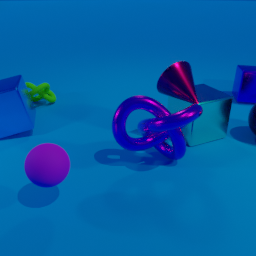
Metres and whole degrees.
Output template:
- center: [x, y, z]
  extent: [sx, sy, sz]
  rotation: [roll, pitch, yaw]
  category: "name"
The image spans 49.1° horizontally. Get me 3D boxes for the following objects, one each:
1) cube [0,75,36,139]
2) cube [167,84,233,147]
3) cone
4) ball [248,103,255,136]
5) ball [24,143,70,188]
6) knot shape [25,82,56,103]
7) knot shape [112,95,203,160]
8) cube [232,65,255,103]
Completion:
- center: [-3.184, -0.551, 7.294]
  extent: [1.167, 1.167, 1.167]
  rotation: [-17, 29, -6]
  category: "cube"
- center: [1.782, -0.374, 7.193]
  extent: [1.144, 1.144, 1.144]
  rotation: [-12, 29, -22]
  category: "cube"
- center: [1.303, -0.833, 6.321]
  extent: [0.958, 0.958, 0.961]
  rotation: [-15, 54, -27]
  category: "cone"
- center: [3.560, -0.213, 6.876]
  extent: [1.127, 1.127, 1.127]
  rotation: [0, 27, 0]
  category: "ball"
- center: [-1.340, 0.620, 4.675]
  extent: [0.734, 0.734, 0.734]
  rotation: [0, 27, 0]
  category: "ball"
- center: [-2.977, -1.160, 9.118]
  extent: [1.071, 0.529, 1.145]
  rotation: [4, -8, 13]
  category: "knot shape"
- center: [0.509, -0.019, 5.744]
  extent: [1.695, 1.811, 0.837]
  rotation: [11, 55, -11]
  category: "knot shape"
- center: [4.185, -1.479, 9.386]
  extent: [1.033, 1.033, 1.033]
  rotation: [6, 24, 8]
  category: "cube"
